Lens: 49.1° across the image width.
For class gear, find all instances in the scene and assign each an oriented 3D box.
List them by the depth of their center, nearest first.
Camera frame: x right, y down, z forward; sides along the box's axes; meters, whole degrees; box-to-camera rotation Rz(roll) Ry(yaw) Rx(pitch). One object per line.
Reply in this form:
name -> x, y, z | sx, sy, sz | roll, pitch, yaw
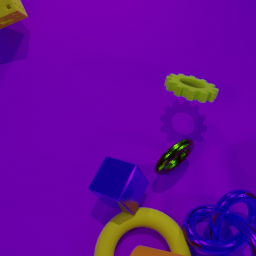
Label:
gear -> 1.516, -0.976, 6.733 | 1.235, 0.228, 1.235 | 10, 28, -5

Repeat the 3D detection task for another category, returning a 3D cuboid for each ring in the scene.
ring -> 0.312, 2.783, 6.011 | 2.084, 0.417, 2.084 | 0, 68, 0
ring -> 1.082, 0.675, 6.516 | 1.142, 1.142, 0.228 | -35, 65, -13

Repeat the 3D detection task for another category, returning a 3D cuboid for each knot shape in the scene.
knot shape -> 2.181, 2.290, 5.925 | 1.757, 0.812, 1.644 | -27, 69, 7

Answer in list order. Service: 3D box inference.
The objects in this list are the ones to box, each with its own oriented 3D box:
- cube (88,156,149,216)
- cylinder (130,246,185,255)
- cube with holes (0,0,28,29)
cube -> -0.183, 1.265, 6.177 | 0.853, 0.853, 0.853 | 11, 60, 32
cylinder -> 0.596, 2.777, 4.982 | 1.095, 1.095, 1.095 | 2, 66, 24
cube with holes -> -3.623, -3.462, 7.767 | 1.033, 1.033, 1.033 | -23, 103, 1
